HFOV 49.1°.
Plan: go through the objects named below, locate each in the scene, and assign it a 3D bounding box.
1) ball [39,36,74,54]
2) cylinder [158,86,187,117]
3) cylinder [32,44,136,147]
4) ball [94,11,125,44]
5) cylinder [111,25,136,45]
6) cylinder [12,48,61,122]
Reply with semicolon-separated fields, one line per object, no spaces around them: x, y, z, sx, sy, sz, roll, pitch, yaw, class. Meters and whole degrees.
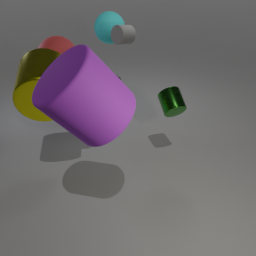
-2.463;-2.504;9.843;1.400;1.400;1.400;0;31;0;ball
1.330;-0.786;8.478;0.700;0.700;0.700;-10;69;-17;cylinder
-0.800;-0.574;5.283;1.400;1.400;1.400;-26;42;26;cylinder
-0.839;-4.582;12.812;1.400;1.400;1.400;0;31;0;ball
-0.178;-3.548;10.641;0.700;0.700;0.700;28;33;37;cylinder
-2.192;-1.126;7.324;1.400;1.400;1.400;-5;46;-8;cylinder
